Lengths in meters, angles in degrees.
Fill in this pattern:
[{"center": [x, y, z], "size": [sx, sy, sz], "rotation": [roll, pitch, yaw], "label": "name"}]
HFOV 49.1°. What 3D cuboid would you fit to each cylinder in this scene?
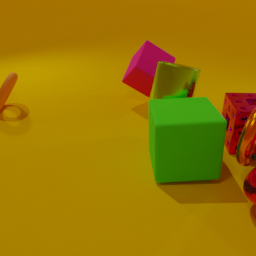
[{"center": [1.063, -0.955, 6.440], "size": [0.993, 0.993, 0.993], "rotation": [11, 16, -3], "label": "cylinder"}]

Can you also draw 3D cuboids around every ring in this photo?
[{"center": [-3.585, -1.062, 8.179], "size": [0.250, 1.252, 1.252], "rotation": [28, 21, -21], "label": "ring"}, {"center": [2.386, 0.126, 5.243], "size": [0.255, 1.276, 1.276], "rotation": [24, 37, 33], "label": "ring"}]

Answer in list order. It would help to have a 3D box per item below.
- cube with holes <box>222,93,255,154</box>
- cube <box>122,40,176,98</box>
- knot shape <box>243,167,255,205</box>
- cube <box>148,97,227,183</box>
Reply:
[{"center": [2.816, -0.117, 6.439], "size": [1.063, 1.063, 1.063], "rotation": [1, 29, 4], "label": "cube with holes"}, {"center": [0.596, -1.690, 8.184], "size": [1.020, 1.020, 1.020], "rotation": [28, 66, -14], "label": "cube"}, {"center": [2.841, 0.641, 4.699], "size": [1.999, 0.923, 1.870], "rotation": [2, 45, -10], "label": "knot shape"}, {"center": [1.093, 0.194, 5.603], "size": [1.253, 1.253, 1.253], "rotation": [-3, 27, -1], "label": "cube"}]
